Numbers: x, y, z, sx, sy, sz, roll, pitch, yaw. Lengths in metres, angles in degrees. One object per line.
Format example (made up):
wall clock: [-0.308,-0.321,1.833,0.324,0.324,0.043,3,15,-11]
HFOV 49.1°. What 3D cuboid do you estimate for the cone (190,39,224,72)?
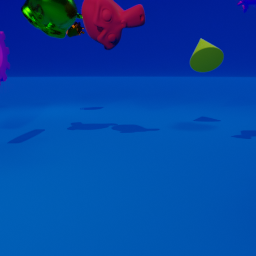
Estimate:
cone: [2.316,-2.408,8.560,0.988,0.988,0.992,-1,56,-1]

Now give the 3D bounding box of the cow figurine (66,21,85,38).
cow figurine: [-2.219,-4.078,10.434,1.378,1.401,0.769,6,54,-19]

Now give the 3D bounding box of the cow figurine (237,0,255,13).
cow figurine: [2.569,-2.586,5.498,1.011,0.564,1.027,-7,16,6]

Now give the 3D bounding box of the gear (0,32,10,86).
gear: [-3.022,-1.639,6.012,0.272,1.472,1.472,-2,11,4]

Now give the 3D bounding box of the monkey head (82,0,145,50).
monkey head: [-0.360,-2.563,6.482,1.346,1.872,1.128,-18,43,-4]

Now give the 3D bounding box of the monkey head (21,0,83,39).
monkey head: [-1.865,-2.870,6.698,1.868,1.125,1.344,27,12,-35]
